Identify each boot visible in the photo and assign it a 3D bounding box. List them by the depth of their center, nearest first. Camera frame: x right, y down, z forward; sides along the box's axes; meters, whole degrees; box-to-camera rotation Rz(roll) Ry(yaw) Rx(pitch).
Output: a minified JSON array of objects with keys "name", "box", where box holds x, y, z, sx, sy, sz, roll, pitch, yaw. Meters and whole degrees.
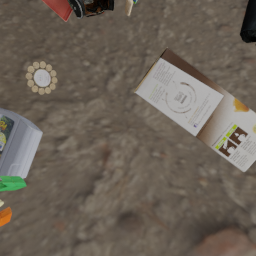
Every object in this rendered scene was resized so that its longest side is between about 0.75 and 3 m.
[{"name":"boot","box":[2.771,-2.879,5.921,2.273,0.868,1.910,17,89,-24]}]

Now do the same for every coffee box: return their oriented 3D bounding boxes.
[{"name":"coffee box","box":[1.210,-0.367,4.678,2.104,1.203,0.839,36,103,-3]}]

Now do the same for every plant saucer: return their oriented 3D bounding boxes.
[{"name":"plant saucer","box":[-1.881,-3.625,7.620,0.188,1.020,1.022,13,74,44]}]

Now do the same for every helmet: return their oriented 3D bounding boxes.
[{"name":"helmet","box":[-0.961,-3.452,6.867,1.334,1.272,1.334,-9,29,5]}]

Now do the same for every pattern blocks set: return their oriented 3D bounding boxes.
[{"name":"pattern blocks set","box":[-2.700,1.419,4.036,2.545,2.237,0.206,-37,66,6]}]

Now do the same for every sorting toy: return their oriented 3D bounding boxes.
[{"name":"sorting toy","box":[0.374,-3.611,6.583,0.318,1.615,1.744,22,100,-7]}]

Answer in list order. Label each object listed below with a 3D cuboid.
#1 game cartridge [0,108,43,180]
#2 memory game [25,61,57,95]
[{"name":"game cartridge","box":[-2.900,0.277,6.235,2.117,0.433,1.409,15,78,29]},{"name":"memory game","box":[-2.141,-1.245,6.968,0.053,0.832,0.832,0,56,49]}]
